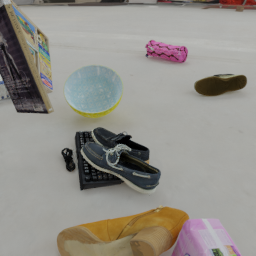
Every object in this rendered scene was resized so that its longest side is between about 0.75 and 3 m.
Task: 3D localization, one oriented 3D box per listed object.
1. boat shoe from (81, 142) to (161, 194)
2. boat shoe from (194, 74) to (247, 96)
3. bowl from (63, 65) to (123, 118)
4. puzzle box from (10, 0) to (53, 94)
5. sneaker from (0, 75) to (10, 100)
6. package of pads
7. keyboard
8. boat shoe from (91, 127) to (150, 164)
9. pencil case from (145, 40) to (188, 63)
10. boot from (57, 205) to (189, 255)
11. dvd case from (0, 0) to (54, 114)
[{"bbox_3d":[-0.186,0.756,6.317,1.990,0.615,0.745,30,33,22],"label":"boat shoe"},{"bbox_3d":[3.578,-1.720,11.085,2.152,0.788,0.698,-5,16,-9],"label":"boat shoe"},{"bbox_3d":[-1.083,-1.030,9.219,1.897,1.021,1.897,0,61,-1],"label":"bowl"},{"bbox_3d":[-2.701,-2.120,6.661,0.346,2.725,1.813,-14,71,13],"label":"puzzle box"},{"bbox_3d":[-4.868,-1.665,10.848,2.333,0.943,1.347,-6,25,-24],"label":"sneaker"},{"bbox_3d":[1.207,2.193,3.638,0.675,1.076,1.785,4,27,-18],"label":"package of pads"},{"bbox_3d":[-0.989,0.699,7.146,1.400,0.299,2.332,-6,29,-11],"label":"keyboard"},{"bbox_3d":[-0.178,0.383,7.124,1.865,0.581,0.696,31,29,31],"label":"boat shoe"},{"bbox_3d":[2.047,-4.128,15.067,2.244,1.018,1.051,20,4,33],"label":"pencil case"},{"bbox_3d":[-0.056,1.820,4.839,2.029,0.714,1.453,-11,-2,30],"label":"boot"},{"bbox_3d":[-1.895,-1.100,4.601,0.146,1.827,1.359,-32,23,-35],"label":"dvd case"}]
